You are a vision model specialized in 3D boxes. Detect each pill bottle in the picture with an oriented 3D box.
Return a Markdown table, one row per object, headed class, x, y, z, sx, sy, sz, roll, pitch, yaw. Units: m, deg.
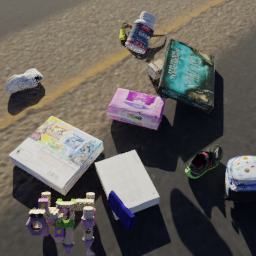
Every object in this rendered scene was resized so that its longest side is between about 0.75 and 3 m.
| class | x | y | z | sx | sy | sz | roll | pitch | yaw |
| --- | --- | --- | --- | --- | --- | --- | --- | --- | --- |
| pill bottle | 0.441 | -3.010 | 8.842 | 0.687 | 0.687 | 1.149 | 26 | 97 | 21 |

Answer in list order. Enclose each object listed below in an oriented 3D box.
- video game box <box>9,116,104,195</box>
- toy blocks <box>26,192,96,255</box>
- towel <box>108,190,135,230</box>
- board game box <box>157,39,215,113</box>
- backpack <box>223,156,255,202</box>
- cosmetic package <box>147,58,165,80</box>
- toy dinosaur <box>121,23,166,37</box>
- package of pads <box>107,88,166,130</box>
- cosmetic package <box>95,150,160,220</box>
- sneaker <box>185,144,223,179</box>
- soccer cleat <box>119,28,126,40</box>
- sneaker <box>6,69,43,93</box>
| class | x | y | z | sx | sy | sz | roll | pitch | yaw |
| --- | --- | --- | --- | --- | --- | --- | --- | --- | --- |
| video game box | -2.081 | 0.720 | 8.285 | 2.047 | 0.479 | 1.865 | 26 | 56 | 20 |
| toy blocks | -1.447 | 2.310 | 6.403 | 1.452 | 1.554 | 1.308 | 3 | 93 | -8 |
| towel | -0.150 | 1.917 | 6.598 | 0.213 | 0.635 | 0.860 | -26 | 54 | -30 |
| board game box | 2.230 | -2.009 | 10.302 | 1.976 | 0.411 | 2.921 | 21 | 51 | -6 |
| backpack | 3.151 | 1.281 | 7.421 | 1.292 | 0.996 | 1.231 | 1 | 33 | 9 |
| cosmetic package | 1.321 | -2.347 | 10.928 | 1.032 | 0.450 | 0.534 | -27 | 58 | -21 |
| toy dinosaur | 0.687 | -4.171 | 12.320 | 2.051 | 0.620 | 1.089 | 19 | 67 | -3 |
| package of pads | 0.291 | -0.665 | 9.336 | 1.791 | 0.678 | 1.079 | 14 | 51 | 11 |
| cosmetic package | -0.055 | 1.493 | 7.648 | 1.241 | 0.425 | 1.646 | -18 | 51 | -13 |
| sneaker | 2.261 | 0.901 | 8.040 | 1.438 | 0.602 | 0.552 | -35 | 58 | -26 |
| soccer cleat | -0.249 | -4.306 | 12.681 | 0.281 | 0.363 | 0.868 | 3 | 49 | 3 |
| sneaker | -3.800 | -1.698 | 10.319 | 0.723 | 0.544 | 1.452 | 34 | 57 | 26 |
